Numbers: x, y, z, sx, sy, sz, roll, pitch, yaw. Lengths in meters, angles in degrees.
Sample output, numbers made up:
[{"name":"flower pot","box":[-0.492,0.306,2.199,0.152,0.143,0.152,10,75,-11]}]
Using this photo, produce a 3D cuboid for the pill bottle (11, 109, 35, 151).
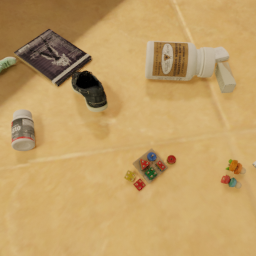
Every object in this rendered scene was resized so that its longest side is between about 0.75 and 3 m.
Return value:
[{"name":"pill bottle","box":[-3.980,0.070,10.609,0.825,0.825,1.448,-11,59,-7]}]

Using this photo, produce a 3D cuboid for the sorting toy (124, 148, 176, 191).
[{"name":"sorting toy","box":[0.774,1.353,9.993,1.959,0.331,0.944,-36,78,-19]}]

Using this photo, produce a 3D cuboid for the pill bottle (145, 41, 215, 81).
[{"name":"pill bottle","box":[2.161,-2.835,11.935,2.797,1.599,1.599,3,58,2]}]

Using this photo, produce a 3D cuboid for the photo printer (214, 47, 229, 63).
[{"name":"photo printer","box":[4.203,-3.413,13.054,0.922,0.320,0.767,-16,59,-10]}]

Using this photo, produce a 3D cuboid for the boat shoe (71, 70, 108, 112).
[{"name":"boat shoe","box":[-1.640,-1.783,11.223,1.116,0.991,2.987,-15,39,-14]}]

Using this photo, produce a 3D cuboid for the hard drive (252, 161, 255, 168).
[{"name":"hard drive","box":[5.153,1.289,10.265,0.997,0.133,0.658,-31,64,-18]}]

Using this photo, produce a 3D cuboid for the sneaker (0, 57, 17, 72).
[{"name":"sneaker","box":[-5.567,-2.756,12.578,1.169,0.430,0.689,-16,54,2]}]

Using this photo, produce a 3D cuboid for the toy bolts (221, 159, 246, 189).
[{"name":"toy bolts","box":[3.758,1.617,9.710,0.665,0.916,0.959,25,79,8]}]

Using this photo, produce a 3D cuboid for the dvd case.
[{"name":"dvd case","box":[-3.495,-3.361,13.070,2.991,0.239,2.224,36,65,20]}]

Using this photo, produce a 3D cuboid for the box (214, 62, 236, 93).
[{"name":"box","box":[4.195,-2.183,12.138,0.497,0.607,1.279,-4,60,-3]}]
